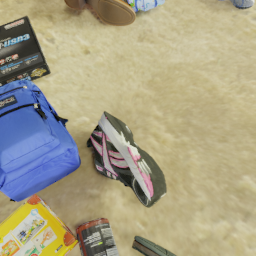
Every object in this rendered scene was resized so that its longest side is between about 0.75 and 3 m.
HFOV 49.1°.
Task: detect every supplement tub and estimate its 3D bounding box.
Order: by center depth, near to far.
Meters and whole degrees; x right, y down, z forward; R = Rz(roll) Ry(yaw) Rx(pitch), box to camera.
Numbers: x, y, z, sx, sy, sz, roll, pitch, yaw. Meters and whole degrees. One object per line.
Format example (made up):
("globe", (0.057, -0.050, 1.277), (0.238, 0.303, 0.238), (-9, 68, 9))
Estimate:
("supplement tub", (-0.628, 2.955, 6.440), (0.836, 0.836, 1.563), (-16, 64, -9))

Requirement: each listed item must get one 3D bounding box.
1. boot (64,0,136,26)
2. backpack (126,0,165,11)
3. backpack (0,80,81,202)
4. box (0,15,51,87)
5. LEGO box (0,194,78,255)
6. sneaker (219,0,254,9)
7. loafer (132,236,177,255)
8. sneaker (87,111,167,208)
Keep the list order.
("boot", (-0.788, -5.125, 10.661), (2.829, 1.042, 2.189), (22, 54, 0))
("backpack", (0.472, -5.739, 10.385), (2.163, 2.295, 2.814), (-32, 80, -7))
("backpack", (-2.686, 0.027, 7.216), (2.203, 2.275, 2.711), (-26, 62, -20))
("box", (-4.003, -2.350, 9.154), (2.371, 0.589, 2.353), (-23, 66, -6))
("LEGO box", (-2.412, 2.837, 6.520), (1.503, 0.779, 2.018), (40, 69, 19))
("sneaker", (4.184, -5.204, 10.920), (1.626, 0.606, 0.708), (33, 62, 16))
("loafer", (0.941, 2.955, 5.669), (2.085, 0.749, 0.656), (24, 78, 15))
("sneaker", (-0.154, 0.936, 7.237), (1.254, 1.167, 2.905), (-49, 46, 16))
